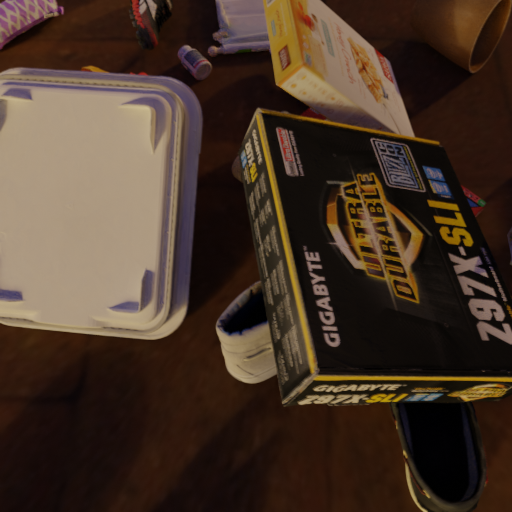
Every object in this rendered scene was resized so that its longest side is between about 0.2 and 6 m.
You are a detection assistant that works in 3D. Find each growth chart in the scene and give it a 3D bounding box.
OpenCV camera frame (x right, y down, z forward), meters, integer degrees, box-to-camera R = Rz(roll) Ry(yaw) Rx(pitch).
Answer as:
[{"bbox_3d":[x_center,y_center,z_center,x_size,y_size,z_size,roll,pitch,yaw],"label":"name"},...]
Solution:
[{"bbox_3d":[0.073,-5.383,11.879,2.178,0.267,3.009,-1,62,-1],"label":"growth chart"}]

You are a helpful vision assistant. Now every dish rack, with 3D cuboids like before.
[{"bbox_3d":[-2.566,-0.728,8.024,3.342,0.848,3.894,5,96,3],"label":"dish rack"}]

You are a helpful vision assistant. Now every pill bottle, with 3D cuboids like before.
[{"bbox_3d":[-1.221,-3.801,10.968,0.404,0.404,0.675,-34,68,-16],"label":"pill bottle"}]

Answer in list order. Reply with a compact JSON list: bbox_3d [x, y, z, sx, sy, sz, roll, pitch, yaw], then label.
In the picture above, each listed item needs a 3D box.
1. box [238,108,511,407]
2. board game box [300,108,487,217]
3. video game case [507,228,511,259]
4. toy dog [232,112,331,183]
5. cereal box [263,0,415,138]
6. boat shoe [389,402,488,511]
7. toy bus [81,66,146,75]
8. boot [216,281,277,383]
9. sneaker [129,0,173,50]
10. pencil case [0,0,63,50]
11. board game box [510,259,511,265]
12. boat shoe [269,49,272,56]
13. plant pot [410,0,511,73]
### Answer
[{"bbox_3d":[1.615,-0.053,7.532,3.196,0.988,4.003,6,53,-22],"label":"box"},{"bbox_3d":[1.964,-1.334,9.722,3.531,0.343,1.818,40,70,19],"label":"board game box"},{"bbox_3d":[3.804,-0.441,7.888,0.091,0.827,0.753,20,34,7],"label":"video game case"},{"bbox_3d":[0.533,-1.778,9.105,1.424,1.040,2.160,24,63,19],"label":"toy dog"},{"bbox_3d":[1.390,-2.991,9.085,2.950,0.583,2.122,19,52,-40],"label":"cereal box"},{"bbox_3d":[2.373,1.822,7.710,1.184,1.014,3.237,-6,61,2],"label":"boat shoe"},{"bbox_3d":[-2.806,-2.491,9.699,2.516,1.707,2.415,24,52,15],"label":"toy bus"},{"bbox_3d":[0.685,0.716,8.015,2.712,1.296,0.997,-33,53,-16],"label":"boot"},{"bbox_3d":[-2.117,-4.968,11.433,0.900,0.651,1.842,-11,62,-3],"label":"sneaker"},{"bbox_3d":[-4.811,-4.804,11.350,1.767,0.741,0.755,-42,94,-18],"label":"pencil case"},{"bbox_3d":[5.911,-0.501,9.144,2.720,0.561,2.726,25,65,12],"label":"board game box"},{"bbox_3d":[0.827,-3.573,10.623,0.554,0.546,1.564,-2,59,-47],"label":"boat shoe"},{"bbox_3d":[3.851,-4.533,10.902,1.553,1.447,1.447,33,67,26],"label":"plant pot"}]
